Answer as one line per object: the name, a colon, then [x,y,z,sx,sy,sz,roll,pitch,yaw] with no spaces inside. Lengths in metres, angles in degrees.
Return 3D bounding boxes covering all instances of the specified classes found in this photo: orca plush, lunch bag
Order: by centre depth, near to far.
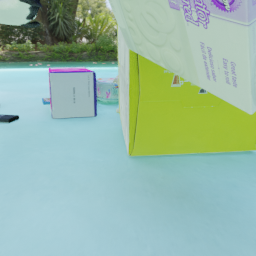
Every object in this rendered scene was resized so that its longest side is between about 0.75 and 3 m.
orca plush: [-2.589,-3.062,6.259,1.464,0.989,2.782,14,0,-23]
lunch bag: [-0.311,-1.656,12.273,2.478,0.955,1.988,-7,19,-23]

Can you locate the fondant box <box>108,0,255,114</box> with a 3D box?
fondant box: [0.572,-1.364,3.020,0.668,1.654,2.292,-40,46,-10]

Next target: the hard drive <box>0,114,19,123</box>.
hard drive: [-3.907,-0.298,8.668,0.842,0.139,0.588,3,15,10]

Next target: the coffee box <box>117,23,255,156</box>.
coffee box: [1.198,-1.227,6.211,2.742,2.746,2.715,-2,24,-5]

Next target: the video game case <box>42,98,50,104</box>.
video game case: [-2.940,-1.197,12.150,1.473,0.131,1.054,-5,16,-19]

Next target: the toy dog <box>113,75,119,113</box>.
toy dog: [0.374,-1.554,9.875,1.900,1.960,1.367,4,16,17]

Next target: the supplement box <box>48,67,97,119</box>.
supplement box: [-2.091,-1.396,10.179,1.520,1.488,2.941,-4,15,-14]
